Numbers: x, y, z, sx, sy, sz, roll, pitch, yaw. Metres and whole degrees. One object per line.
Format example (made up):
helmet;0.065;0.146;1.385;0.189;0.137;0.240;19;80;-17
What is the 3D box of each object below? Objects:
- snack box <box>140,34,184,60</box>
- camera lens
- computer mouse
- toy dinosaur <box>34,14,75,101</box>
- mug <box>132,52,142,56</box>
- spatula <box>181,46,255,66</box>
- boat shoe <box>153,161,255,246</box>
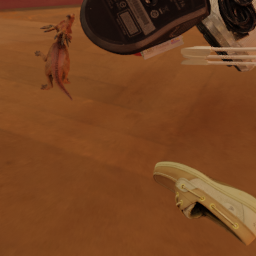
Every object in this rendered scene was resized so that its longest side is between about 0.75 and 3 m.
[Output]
snack box;0.608;-1.664;5.446;0.811;0.215;0.577;-21;35;4
camera lens;3.349;-3.079;7.158;2.905;2.324;2.324;-39;27;24
computer mouse;0.602;-2.095;4.978;2.982;2.065;0.786;-23;-3;-9
toy dinosaur;-1.628;-1.641;6.500;0.828;1.307;1.929;-1;68;-26
mug;0.237;-3.733;8.831;1.515;2.271;2.016;20;81;30
spatula;1.711;-1.285;5.105;1.477;0.119;1.027;4;-6;11
boat shoe;0.926;0.937;3.737;1.700;0.629;0.564;17;62;47
